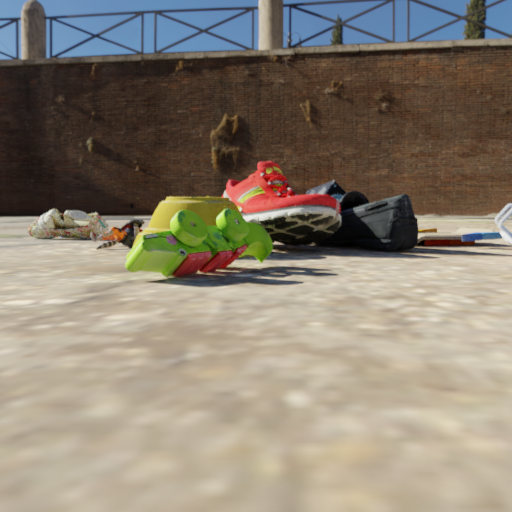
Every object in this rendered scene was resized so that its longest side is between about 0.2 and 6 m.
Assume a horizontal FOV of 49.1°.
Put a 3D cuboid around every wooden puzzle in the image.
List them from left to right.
[{"bbox_3d":[3.837,-0.366,11.752,1.838,0.319,2.725,-4,5,1],"label":"wooden puzzle"}]

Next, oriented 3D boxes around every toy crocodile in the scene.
[{"bbox_3d":[-0.619,-0.084,6.658,0.735,0.672,2.178,-44,-18,29],"label":"toy crocodile"}]

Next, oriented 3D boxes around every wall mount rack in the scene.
[{"bbox_3d":[4.072,-0.190,8.032,1.316,0.565,1.514,43,19,10],"label":"wall mount rack"}]

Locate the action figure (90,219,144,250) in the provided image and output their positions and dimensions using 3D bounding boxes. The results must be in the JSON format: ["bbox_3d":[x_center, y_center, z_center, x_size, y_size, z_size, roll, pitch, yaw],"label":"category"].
[{"bbox_3d":[-2.586,-0.296,10.649,1.036,0.560,1.071,5,-24,-34],"label":"action figure"}]

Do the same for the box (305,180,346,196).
[{"bbox_3d":[1.505,-1.094,13.414,0.661,1.108,1.126,41,-24,-19],"label":"box"}]

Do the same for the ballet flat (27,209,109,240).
[{"bbox_3d":[-4.614,-0.824,13.571,2.157,0.690,0.816,1,47,10],"label":"ballet flat"}]

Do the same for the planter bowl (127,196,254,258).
[{"bbox_3d":[-0.971,-0.510,9.396,2.329,0.970,2.329,0,4,0],"label":"planter bowl"}]

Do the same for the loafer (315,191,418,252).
[{"bbox_3d":[1.865,-0.705,10.800,1.044,1.079,3.074,-4,6,-31],"label":"loafer"}]

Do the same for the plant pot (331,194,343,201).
[{"bbox_3d":[1.889,-0.748,12.600,1.076,1.076,0.721,-5,34,-44],"label":"plant pot"}]

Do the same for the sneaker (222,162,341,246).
[{"bbox_3d":[0.244,-1.071,10.564,1.375,1.516,3.570,17,-7,-34],"label":"sneaker"}]
